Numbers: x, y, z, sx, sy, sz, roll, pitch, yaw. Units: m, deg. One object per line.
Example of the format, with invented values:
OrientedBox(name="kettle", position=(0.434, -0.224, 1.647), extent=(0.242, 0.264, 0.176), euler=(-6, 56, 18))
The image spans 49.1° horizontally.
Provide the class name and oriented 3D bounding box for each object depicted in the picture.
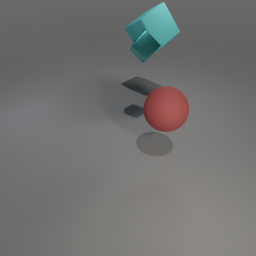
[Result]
OrientedBox(name="ball", position=(1.171, -0.577, 8.611), extent=(1.400, 1.400, 1.400), euler=(0, 33, 0))
OrientedBox(name="cube", position=(1.014, -4.121, 11.804), extent=(1.400, 1.400, 1.400), euler=(-43, 22, -19))
OrientedBox(name="cube", position=(0.560, -2.693, 9.389), extent=(0.700, 0.700, 0.700), euler=(-46, 7, -2))
